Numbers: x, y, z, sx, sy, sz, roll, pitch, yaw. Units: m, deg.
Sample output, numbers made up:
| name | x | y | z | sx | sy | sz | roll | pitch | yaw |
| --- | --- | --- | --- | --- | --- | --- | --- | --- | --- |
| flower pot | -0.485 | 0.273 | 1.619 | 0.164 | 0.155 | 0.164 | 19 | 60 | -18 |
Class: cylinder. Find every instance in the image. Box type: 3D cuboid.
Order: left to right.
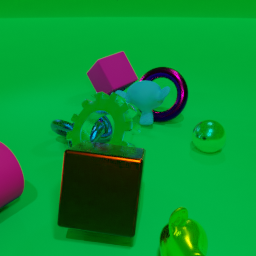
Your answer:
| name | x | y | z | sx | sy | sz | roll | pitch | yaw |
| --- | --- | --- | --- | --- | --- | --- | --- | --- | --- |
| cylinder | -2.726 | 0.983 | 4.931 | 1.239 | 1.239 | 1.239 | 15 | 26 | 30 |

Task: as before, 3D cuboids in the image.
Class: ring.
| name | x | y | z | sx | sy | sz | roll | pitch | yaw |
| --- | --- | --- | --- | --- | --- | --- | --- | --- | --- |
| ring | 1.086 | -1.107 | 9.275 | 1.833 | 1.833 | 0.367 | 12 | 6 | 24 |

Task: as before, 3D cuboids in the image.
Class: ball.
| name | x | y | z | sx | sy | sz | roll | pitch | yaw |
| --- | --- | --- | --- | --- | --- | --- | --- | --- | --- |
| ball | 2.134 | 0.214 | 7.387 | 0.878 | 0.878 | 0.878 | 0 | 24 | 0 |

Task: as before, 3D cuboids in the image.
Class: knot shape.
| name | x | y | z | sx | sy | sz | roll | pitch | yaw |
| --- | --- | --- | --- | --- | --- | --- | --- | --- | --- |
| knot shape | -1.183 | 0.121 | 7.665 | 1.755 | 0.811 | 1.642 | -7 | 25 | -16 |

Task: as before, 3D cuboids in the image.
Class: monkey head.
| name | x | y | z | sx | sy | sz | roll | pitch | yaw |
| --- | --- | --- | --- | --- | --- | --- | --- | --- | --- |
| monkey head | 0.512 | -0.804 | 8.695 | 1.767 | 1.272 | 1.065 | -1 | -19 | 23 |
| monkey head | 0.643 | 1.694 | 3.836 | 0.965 | 1.342 | 0.808 | -16 | 46 | -11 |

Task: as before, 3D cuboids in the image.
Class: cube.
| name | x | y | z | sx | sy | sz | roll | pitch | yaw |
| --- | --- | --- | --- | --- | --- | --- | --- | --- | --- |
| cube | -0.379 | 0.950 | 4.775 | 1.214 | 1.214 | 1.214 | 7 | 4 | 5 |
| cube | -0.629 | -2.031 | 10.994 | 1.262 | 1.262 | 1.262 | -29 | 1 | -32 |

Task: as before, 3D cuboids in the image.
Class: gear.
| name | x | y | z | sx | sy | sz | roll | pitch | yaw |
| --- | --- | --- | --- | --- | --- | --- | --- | --- | --- |
| gear | -0.617 | 0.113 | 6.490 | 1.888 | 1.888 | 0.349 | 20 | -3 | 37 |
